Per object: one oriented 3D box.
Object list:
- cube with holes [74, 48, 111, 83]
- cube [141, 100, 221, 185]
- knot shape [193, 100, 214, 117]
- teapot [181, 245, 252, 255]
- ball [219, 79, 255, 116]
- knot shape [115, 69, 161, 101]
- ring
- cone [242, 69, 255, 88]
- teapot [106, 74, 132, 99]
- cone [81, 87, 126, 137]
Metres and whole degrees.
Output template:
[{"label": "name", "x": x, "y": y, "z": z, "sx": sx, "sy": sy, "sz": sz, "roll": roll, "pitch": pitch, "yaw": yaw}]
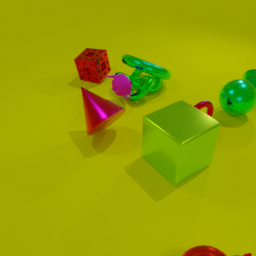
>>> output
[{"label": "cube with holes", "x": -1.367, "y": -2.461, "z": 10.974, "sx": 0.934, "sy": 0.934, "sz": 0.934, "roll": 13, "pitch": 48, "yaw": 25}, {"label": "cube", "x": 1.296, "y": 0.328, "z": 7.178, "sx": 1.367, "sy": 1.367, "sz": 1.367, "roll": -24, "pitch": 44, "yaw": -28}, {"label": "knot shape", "x": 2.119, "y": -0.341, "z": 8.413, "sx": 1.266, "sy": 0.625, "sz": 1.352, "roll": -22, "pitch": 83, "yaw": -31}, {"label": "teapot", "x": 1.379, "y": 2.514, "z": 4.739, "sx": 1.662, "sy": 0.814, "sz": 1.034, "roll": -29, "pitch": 62, "yaw": 3}, {"label": "ball", "x": 3.529, "y": -0.983, "z": 9.009, "sx": 1.170, "sy": 1.170, "sz": 1.170, "roll": 0, "pitch": 38, "yaw": 0}, {"label": "knot shape", "x": 0.397, "y": -1.603, "z": 10.106, "sx": 1.743, "sy": 0.805, "sz": 1.631, "roll": -3, "pitch": 38, "yaw": -2}, {"label": "ring", "x": 0.687, "y": -2.282, "z": 10.508, "sx": 1.996, "sy": 0.399, "sz": 1.996, "roll": 20, "pitch": 13, "yaw": -5}, {"label": "cone", "x": 4.278, "y": -1.289, "z": 9.757, "sx": 1.085, "sy": 1.085, "sz": 1.089, "roll": 27, "pitch": 62, "yaw": 30}, {"label": "teapot", "x": -0.288, "y": -1.450, "z": 9.525, "sx": 0.604, "sy": 0.767, "sz": 1.233, "roll": -26, "pitch": 66, "yaw": -22}, {"label": "cone", "x": -0.979, "y": -0.665, "z": 8.047, "sx": 1.317, "sy": 1.317, "sz": 1.322, "roll": -32, "pitch": 83, "yaw": -34}]
